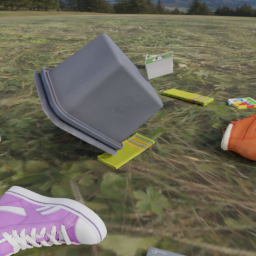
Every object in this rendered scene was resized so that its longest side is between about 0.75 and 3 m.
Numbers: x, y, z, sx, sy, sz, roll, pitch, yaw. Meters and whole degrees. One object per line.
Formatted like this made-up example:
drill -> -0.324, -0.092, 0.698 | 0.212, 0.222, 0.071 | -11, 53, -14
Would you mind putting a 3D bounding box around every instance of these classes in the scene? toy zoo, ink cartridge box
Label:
toy zoo -> 4.373, -0.951, 10.739 | 1.129, 0.116, 0.741 | -6, 28, -12
ink cartridge box -> 0.704, -1.478, 6.418 | 0.626, 0.861, 0.206 | -15, 65, 3

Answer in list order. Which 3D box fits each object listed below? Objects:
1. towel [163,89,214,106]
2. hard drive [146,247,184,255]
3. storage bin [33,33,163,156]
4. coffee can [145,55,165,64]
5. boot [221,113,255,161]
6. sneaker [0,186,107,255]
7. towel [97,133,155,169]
towel -> 2.417, -1.265, 11.346 | 1.946, 0.176, 0.837 | 21, 29, 37
hard drive -> 0.550, 2.351, 4.181 | 0.772, 0.182, 1.106 | 8, 28, 16
storage bin -> -0.527, -0.854, 6.603 | 1.796, 2.674, 1.946 | -36, 54, 13
coffee can -> 1.509, -3.583, 15.228 | 1.004, 0.735, 0.735 | 10, 29, 20
boot -> 3.554, -0.033, 8.050 | 1.460, 1.021, 2.722 | 9, 29, 29
sneaker -> -1.547, 1.820, 4.707 | 2.252, 0.816, 1.284 | 5, 32, 25
towel -> -0.021, 0.590, 7.679 | 0.718, 0.151, 1.669 | 20, 33, 35
